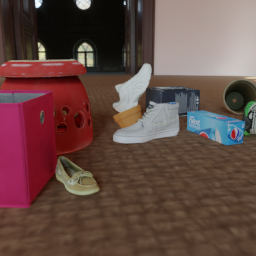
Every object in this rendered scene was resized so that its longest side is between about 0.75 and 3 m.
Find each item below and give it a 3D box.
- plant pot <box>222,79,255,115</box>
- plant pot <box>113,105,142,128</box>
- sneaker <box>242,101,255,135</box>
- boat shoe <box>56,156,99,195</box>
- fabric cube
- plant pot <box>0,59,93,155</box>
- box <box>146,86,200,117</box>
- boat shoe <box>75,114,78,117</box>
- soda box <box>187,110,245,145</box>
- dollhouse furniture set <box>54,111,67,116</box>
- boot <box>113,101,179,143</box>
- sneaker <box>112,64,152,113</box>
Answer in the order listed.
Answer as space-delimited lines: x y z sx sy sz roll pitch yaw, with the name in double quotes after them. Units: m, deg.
5.368 -1.436 13.699 1.659 1.659 1.439 2 -2 7 "plant pot"
0.073 -0.296 9.963 1.035 0.724 1.035 -24 3 1 "plant pot"
5.021 -0.336 9.736 2.954 1.153 1.258 -9 17 -34 "sneaker"
-1.103 0.987 5.867 0.522 0.450 1.431 -10 17 -35 "boat shoe"
-2.630 0.283 5.684 1.930 1.924 1.894 0 13 2 "fabric cube"
-2.570 -0.761 8.591 2.859 2.604 2.859 -2 15 1 "plant pot"
2.089 -1.311 13.504 1.980 1.249 2.015 -6 15 -16 "box"
-2.121 -0.302 11.261 0.487 0.458 1.279 -13 5 6 "boat shoe"
2.893 -0.065 9.506 0.684 0.723 2.131 -6 15 -22 "soda box"
-3.652 -1.062 11.449 2.588 1.684 2.378 7 16 23 "dollhouse furniture set"
0.643 -0.273 9.285 2.582 1.234 0.950 -10 17 -34 "boot"
0.118 -1.698 11.868 1.225 2.466 0.961 27 7 -5 "sneaker"
